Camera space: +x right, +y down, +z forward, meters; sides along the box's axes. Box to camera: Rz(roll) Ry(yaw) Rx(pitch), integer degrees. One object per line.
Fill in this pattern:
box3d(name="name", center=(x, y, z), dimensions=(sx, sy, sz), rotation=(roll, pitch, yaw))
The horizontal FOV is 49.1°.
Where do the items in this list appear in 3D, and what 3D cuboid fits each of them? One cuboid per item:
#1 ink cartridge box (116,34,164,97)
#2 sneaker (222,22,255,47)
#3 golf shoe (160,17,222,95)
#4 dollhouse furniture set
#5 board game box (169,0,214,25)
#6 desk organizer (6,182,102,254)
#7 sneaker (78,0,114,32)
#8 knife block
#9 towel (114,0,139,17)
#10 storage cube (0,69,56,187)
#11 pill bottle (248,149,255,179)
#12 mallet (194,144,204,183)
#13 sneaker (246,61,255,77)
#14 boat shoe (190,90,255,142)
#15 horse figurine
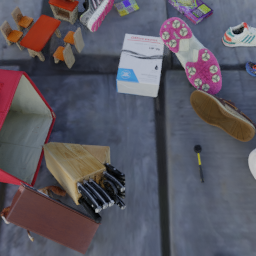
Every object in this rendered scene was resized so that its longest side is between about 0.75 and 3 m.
box3d(name="ink cartridge box", center=(0.467, -2.341, 9.518), dimensions=(1.385, 0.810, 2.388), rotation=(7, 66, 3))
box3d(name="sneaker", center=(4.261, -3.369, 9.985), dimensions=(1.675, 0.783, 0.590), rotation=(-5, 66, -2))
box3d(name="golf shoe", center=(2.228, -2.413, 9.410), dimensions=(1.080, 1.313, 2.869), rotation=(-33, 92, 23))
box3d(name="dollhouse furniture set", center=(-2.778, -3.708, 9.833), dimensions=(2.581, 1.330, 2.553), rotation=(22, 68, 9))
box3d(name="board game box", center=(2.442, -4.747, 10.915), dimensions=(0.935, 0.252, 1.558), rotation=(-34, 70, -18))
box3d(name="desk organizer", center=(-1.853, 2.242, 6.949), dimensions=(2.178, 0.781, 0.839), rotation=(34, 72, -21))
box3d(name="sneaker", center=(-1.188, -4.632, 10.523), dimensions=(0.926, 0.781, 2.116), rotation=(28, 73, 2))
box3d(name="knife block", center=(-1.258, 1.335, 7.111), dimensions=(2.566, 0.821, 2.253), rotation=(4, 29, 8))
box3d(name="towel", center=(-0.056, -4.712, 10.882), dimensions=(0.856, 0.097, 0.615), rotation=(-24, 77, -7))
box3d(name="storage cube", center=(-3.779, -0.021, 7.481), dimensions=(2.506, 2.788, 2.383), rotation=(7, 67, 10))
box3d(name="pill bottle", center=(4.952, 0.673, 7.780), dimensions=(2.745, 1.561, 1.561), rotation=(-28, 69, -12))
box3d(name="mallet", center=(2.148, 1.062, 8.373), dimensions=(0.234, 0.374, 1.135), rotation=(-8, 81, 11))
box3d(name="sneaker", center=(4.555, -1.919, 9.521), dimensions=(1.184, 0.465, 0.446), rotation=(40, 71, 16))
box3d(name="boat shoe", center=(3.022, -0.481, 8.815), dimensions=(2.296, 0.828, 0.826), rotation=(37, 40, 26))
box3d(name="horse figurine", center=(-2.474, 2.182, 7.717), dimensions=(1.767, 0.441, 1.171), rotation=(-42, 72, -15))
